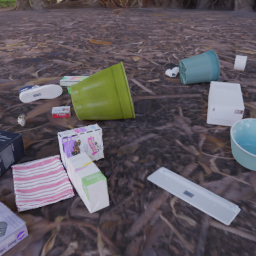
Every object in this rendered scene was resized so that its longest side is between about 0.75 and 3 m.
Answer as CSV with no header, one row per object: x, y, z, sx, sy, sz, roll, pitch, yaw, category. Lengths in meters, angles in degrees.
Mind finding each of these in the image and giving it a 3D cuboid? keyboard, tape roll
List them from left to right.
1.836,1.900,8.224,2.718,0.145,0.765,25,43,36,keyboard
7.176,-4.142,17.898,0.635,0.925,0.925,12,32,20,tape roll

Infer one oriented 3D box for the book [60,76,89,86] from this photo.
-2.914,-2.694,16.002,1.661,0.399,1.110,1,26,4,book

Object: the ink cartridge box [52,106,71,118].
-2.964,-0.671,12.458,0.768,0.322,0.674,-3,30,-6,ink cartridge box

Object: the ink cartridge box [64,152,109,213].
-1.226,1.427,8.070,0.600,1.043,1.782,-19,35,-25,ink cartridge box

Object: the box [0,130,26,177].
-4.564,0.810,9.266,1.554,0.928,1.580,9,31,16,box

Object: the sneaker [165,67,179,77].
2.844,-3.360,17.158,1.223,0.458,0.609,-23,56,-35,sneaker

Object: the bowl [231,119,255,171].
4.231,0.667,9.246,1.929,1.009,1.929,3,42,-2,bowl

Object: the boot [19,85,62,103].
-4.445,-1.915,14.164,2.086,0.759,0.942,-13,38,-20,boot

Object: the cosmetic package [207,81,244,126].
4.345,-1.143,12.628,1.402,1.021,2.758,8,33,15,cosmetic package

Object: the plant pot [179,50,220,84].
3.917,-3.309,15.750,1.813,1.852,1.852,-11,31,-5,plant pot

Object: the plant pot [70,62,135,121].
-1.114,-1.333,11.935,2.351,2.442,2.442,-14,31,0,plant pot

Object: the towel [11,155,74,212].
-2.669,1.557,8.586,1.601,0.327,2.188,-12,32,-21,towel

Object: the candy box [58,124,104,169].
-1.549,0.599,9.378,1.378,1.156,0.493,-14,27,-23,candy box

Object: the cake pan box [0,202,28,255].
-3.702,2.517,6.767,1.881,0.492,1.732,21,34,31,cake pan box

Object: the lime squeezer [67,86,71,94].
-2.862,-1.948,14.677,0.660,0.353,1.870,-26,38,-37,lime squeezer

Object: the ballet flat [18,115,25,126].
-4.415,-0.316,11.586,0.268,0.272,0.798,19,20,-29,ballet flat
